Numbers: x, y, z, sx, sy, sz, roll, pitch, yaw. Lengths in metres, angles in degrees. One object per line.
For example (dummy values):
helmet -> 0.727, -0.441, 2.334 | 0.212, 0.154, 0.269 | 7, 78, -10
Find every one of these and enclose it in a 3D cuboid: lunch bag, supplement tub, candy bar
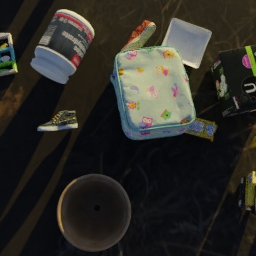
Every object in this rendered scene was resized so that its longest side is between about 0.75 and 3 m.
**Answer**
lunch bag -> 0.686, -1.122, 8.723 | 2.311, 1.111, 2.882 | -9, 70, -2
supplement tub -> -2.093, -2.584, 9.002 | 1.393, 1.393, 1.985 | 25, 82, 4
candy bar -> 1.486, -0.198, 9.160 | 2.915, 0.323, 0.727 | 14, 70, 3

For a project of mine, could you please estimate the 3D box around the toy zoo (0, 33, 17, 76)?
toy zoo -> -4.500, -2.600, 9.637 | 1.101, 0.172, 1.677 | -13, 81, -2

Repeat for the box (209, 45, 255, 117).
box -> 3.635, -1.476, 8.956 | 1.408, 1.179, 1.896 | -12, 82, -2

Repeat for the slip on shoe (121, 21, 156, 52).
slip on shoe -> 0.285, -3.035, 9.521 | 1.514, 0.561, 0.463 | -47, 66, 0

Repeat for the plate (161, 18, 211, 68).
plate -> 1.954, -2.894, 9.651 | 1.457, 0.236, 1.454 | 21, 83, 3

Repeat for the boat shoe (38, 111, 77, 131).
boat shoe -> -2.254, -0.231, 8.906 | 1.289, 0.456, 0.585 | -8, 94, -33

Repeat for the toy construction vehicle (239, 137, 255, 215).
toy construction vehicle -> 4.801, 1.831, 8.378 | 2.504, 1.013, 2.876 | 12, 73, 9

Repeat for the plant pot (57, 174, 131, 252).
plant pot -> -0.968, 2.462, 8.439 | 2.141, 0.988, 2.141 | 0, 82, 1
